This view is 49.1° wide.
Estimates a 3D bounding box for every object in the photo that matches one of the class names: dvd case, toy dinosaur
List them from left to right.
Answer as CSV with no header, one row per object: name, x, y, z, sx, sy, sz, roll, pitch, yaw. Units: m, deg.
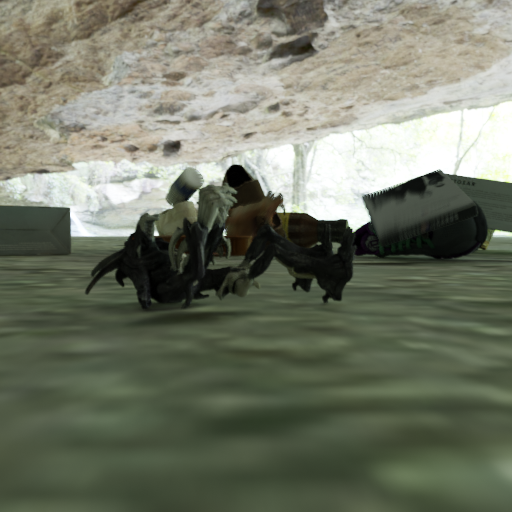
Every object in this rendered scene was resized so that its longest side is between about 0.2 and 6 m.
toy dinosaur,-0.192,-0.431,9.192,1.008,0.638,1.487,17,-42,-14
dvd case,1.870,-0.609,6.658,1.077,0.177,1.433,-19,22,11

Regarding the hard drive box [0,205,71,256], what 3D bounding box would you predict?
hard drive box,-3.862,-0.404,8.979,1.526,0.752,1.958,0,2,-25

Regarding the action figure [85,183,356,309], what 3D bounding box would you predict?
action figure,-0.189,-0.056,2.734,1.228,0.627,0.730,1,13,-10

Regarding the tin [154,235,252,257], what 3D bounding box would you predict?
tin,-0.881,-0.151,8.174,1.733,0.363,0.970,-1,7,-27

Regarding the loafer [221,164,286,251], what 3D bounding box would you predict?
loafer,-0.182,-0.939,10.351,0.872,0.848,2.388,-21,41,-12

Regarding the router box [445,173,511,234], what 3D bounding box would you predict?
router box,4.602,-0.758,9.275,3.069,0.750,2.754,12,10,21

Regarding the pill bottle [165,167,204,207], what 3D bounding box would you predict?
pill bottle,-1.401,-1.294,10.785,0.461,0.461,0.830,-2,-27,-43

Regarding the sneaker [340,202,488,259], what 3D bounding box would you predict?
sneaker,1.965,-0.212,7.253,0.949,0.807,2.167,-22,4,-19

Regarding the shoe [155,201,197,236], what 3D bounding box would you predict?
shoe,-1.389,-0.630,10.771,1.058,0.808,3.027,-19,8,-10

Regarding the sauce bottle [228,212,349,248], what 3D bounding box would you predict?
sauce bottle,0.595,-0.481,10.841,2.354,0.762,0.762,1,3,17

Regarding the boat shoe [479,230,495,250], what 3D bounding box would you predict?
boat shoe,3.803,-0.384,10.474,1.747,0.580,0.647,4,11,-27
